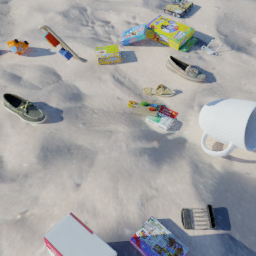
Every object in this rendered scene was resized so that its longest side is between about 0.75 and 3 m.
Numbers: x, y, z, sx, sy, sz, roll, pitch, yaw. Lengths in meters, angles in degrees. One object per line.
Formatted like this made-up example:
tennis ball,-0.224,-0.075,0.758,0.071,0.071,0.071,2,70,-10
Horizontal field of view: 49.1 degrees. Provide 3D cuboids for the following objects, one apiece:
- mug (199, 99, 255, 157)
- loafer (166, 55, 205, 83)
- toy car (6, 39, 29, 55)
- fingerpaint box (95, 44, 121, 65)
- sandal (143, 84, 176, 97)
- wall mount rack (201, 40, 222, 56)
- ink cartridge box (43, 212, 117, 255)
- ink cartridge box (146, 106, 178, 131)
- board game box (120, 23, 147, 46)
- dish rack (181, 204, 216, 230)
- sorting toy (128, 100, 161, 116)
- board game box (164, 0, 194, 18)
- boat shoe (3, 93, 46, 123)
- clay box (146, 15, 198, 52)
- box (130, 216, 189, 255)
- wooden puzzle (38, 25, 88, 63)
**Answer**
mug,3.353,0.010,9.566,1.902,1.602,2.170,19,72,47
loafer,2.514,-2.593,12.302,1.910,0.600,0.687,29,56,22
toy car,-5.792,-3.758,13.474,2.035,0.998,0.677,-5,93,17
fingerpaint box,-0.944,-3.445,13.133,1.077,0.395,0.899,-11,51,-8
sandal,1.320,-1.617,11.600,1.376,0.453,0.504,3,51,3
wall mount rack,4.028,-3.879,13.532,0.779,0.334,0.896,-33,59,-24
ink cartridge box,-1.076,3.167,6.675,1.483,2.042,0.851,32,54,23
ink cartridge box,1.342,-0.476,10.801,0.889,0.277,1.105,26,57,19
board game box,0.292,-4.616,13.851,1.263,0.284,0.961,-11,47,25
dish rack,2.046,2.639,8.249,0.950,0.259,0.729,0,50,0
sorting toy,0.595,-0.848,10.981,1.310,0.175,0.976,11,33,13
board game box,2.904,-6.892,16.035,1.076,0.275,1.588,28,57,21
boat shoe,-4.044,-0.778,10.822,1.978,0.591,0.707,24,55,18
clay box,2.193,-4.780,14.094,2.460,0.585,1.413,31,59,25
box,0.856,3.244,7.739,1.366,0.267,0.935,37,60,26
wooden puzzle,-1.968,-2.371,8.133,0.353,1.526,1.414,-52,26,1
